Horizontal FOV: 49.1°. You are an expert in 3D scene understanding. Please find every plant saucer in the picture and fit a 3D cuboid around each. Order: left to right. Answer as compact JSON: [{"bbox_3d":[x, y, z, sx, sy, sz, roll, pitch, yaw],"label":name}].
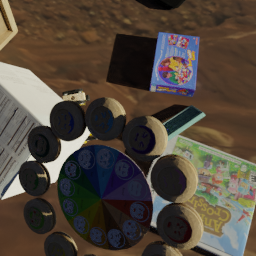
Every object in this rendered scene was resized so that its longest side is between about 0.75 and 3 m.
[{"bbox_3d":[1.294,-0.115,7.371,1.552,0.147,0.543,-32,47,-18],"label":"plant saucer"}]

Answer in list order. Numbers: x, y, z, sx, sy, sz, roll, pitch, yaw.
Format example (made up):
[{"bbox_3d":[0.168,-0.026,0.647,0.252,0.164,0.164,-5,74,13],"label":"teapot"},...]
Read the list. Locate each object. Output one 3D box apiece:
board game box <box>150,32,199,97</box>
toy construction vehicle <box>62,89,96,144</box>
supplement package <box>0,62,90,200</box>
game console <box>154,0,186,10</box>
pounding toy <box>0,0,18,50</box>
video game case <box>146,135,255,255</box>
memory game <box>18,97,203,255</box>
[{"bbox_3d":[1.360,-1.870,8.119,1.234,0.411,1.836,9,67,4],"label":"board game box"},{"bbox_3d":[-1.447,-0.239,7.332,1.594,0.561,1.388,-12,87,6],"label":"toy construction vehicle"},{"bbox_3d":[-2.472,-0.057,6.258,2.390,1.813,1.800,41,104,15],"label":"supplement package"},{"bbox_3d":[1.015,-4.827,9.454,2.207,0.266,1.302,34,71,14],"label":"game console"},{"bbox_3d":[-4.424,-3.194,7.832,1.806,2.338,2.540,33,71,1],"label":"pounding toy"},{"bbox_3d":[1.706,1.536,6.749,2.601,0.287,2.368,21,69,9],"label":"video game case"},{"bbox_3d":[-0.330,0.801,3.051,2.299,0.146,2.299,4,100,24],"label":"memory game"}]
